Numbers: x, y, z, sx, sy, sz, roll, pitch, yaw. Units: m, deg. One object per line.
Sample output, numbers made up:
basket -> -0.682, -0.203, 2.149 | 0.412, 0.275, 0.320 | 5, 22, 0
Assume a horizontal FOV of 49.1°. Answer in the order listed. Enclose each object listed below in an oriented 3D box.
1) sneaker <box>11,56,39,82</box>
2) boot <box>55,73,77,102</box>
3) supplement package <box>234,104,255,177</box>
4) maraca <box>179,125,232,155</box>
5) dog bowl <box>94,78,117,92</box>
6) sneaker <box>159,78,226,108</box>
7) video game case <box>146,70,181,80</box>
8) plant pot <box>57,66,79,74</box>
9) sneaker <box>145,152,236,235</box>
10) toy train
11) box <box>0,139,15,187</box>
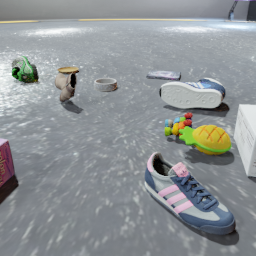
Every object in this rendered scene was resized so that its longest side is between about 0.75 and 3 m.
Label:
sneaker -> -5.186, -2.857, 13.461 | 1.023, 0.937, 2.402 | -18, 31, -31
boot -> -2.225, -1.670, 10.274 | 0.514, 1.070, 1.463 | 6, 60, -37
supplement package -> 3.565, 0.279, 6.795 | 1.503, 1.070, 1.930 | 4, 26, 9
maraca -> 1.973, 0.275, 7.160 | 1.345, 0.720, 0.922 | 10, 31, 1
dog bowl -> -0.975, -1.905, 12.205 | 1.090, 0.320, 1.090 | -1, 26, 0
sneaker -> 2.448, -1.368, 10.439 | 2.271, 0.915, 1.663 | 10, 26, 19
video game case -> 1.791, -2.631, 13.910 | 1.578, 0.150, 1.127 | 7, 27, 12
plant pot -> -3.144, -3.037, 14.735 | 1.112, 0.153, 1.112 | 0, 26, 0
sneaker -> 1.071, 1.155, 5.259 | 0.721, 0.844, 2.057 | -22, 33, -38
toy train -> 1.389, 0.102, 7.820 | 0.828, 0.606, 1.432 | -4, 24, 17
box -> -3.611, 0.942, 5.626 | 1.659, 0.912, 1.886 | 6, 27, 13
